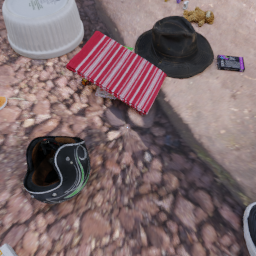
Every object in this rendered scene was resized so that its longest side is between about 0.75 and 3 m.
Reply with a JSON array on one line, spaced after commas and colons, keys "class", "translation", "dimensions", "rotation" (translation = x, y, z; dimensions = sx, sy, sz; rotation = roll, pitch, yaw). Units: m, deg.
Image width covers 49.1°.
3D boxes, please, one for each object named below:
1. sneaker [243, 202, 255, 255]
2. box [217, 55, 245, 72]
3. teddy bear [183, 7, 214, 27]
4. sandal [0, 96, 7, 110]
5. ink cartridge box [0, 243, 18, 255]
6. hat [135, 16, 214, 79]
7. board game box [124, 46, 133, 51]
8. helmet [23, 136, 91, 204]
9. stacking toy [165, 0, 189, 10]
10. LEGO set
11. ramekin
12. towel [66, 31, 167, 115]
[{"class": "sneaker", "translation": [3.177, 2.514, 5.077], "dimensions": [1.069, 1.613, 2.834], "rotation": [-10, 55, -7]}, {"class": "box", "translation": [3.396, -2.145, 9.276], "dimensions": [0.858, 0.155, 0.613], "rotation": [8, 54, 4]}, {"class": "teddy bear", "translation": [2.670, -4.247, 10.611], "dimensions": [1.224, 0.409, 0.887], "rotation": [19, 59, 13]}, {"class": "sandal", "translation": [-4.165, -0.648, 8.079], "dimensions": [1.295, 0.371, 0.496], "rotation": [-24, 58, -16]}, {"class": "ink cartridge box", "translation": [-2.432, 3.589, 4.890], "dimensions": [2.127, 0.506, 2.153], "rotation": [33, 63, 29]}, {"class": "hat", "translation": [1.609, -2.993, 9.295], "dimensions": [2.779, 1.121, 2.779], "rotation": [0, 54, 0]}, {"class": "board game box", "translation": [-0.356, -2.540, 9.272], "dimensions": [1.051, 0.158, 0.502], "rotation": [18, 58, 32]}, {"class": "helmet", "translation": [-1.566, 0.949, 6.298], "dimensions": [1.490, 1.490, 1.420], "rotation": [4, 97, 3]}, {"class": "stacking toy", "translation": [2.261, -5.410, 11.490], "dimensions": [1.008, 0.314, 1.338], "rotation": [35, 61, 22]}, {"class": "LEGO set", "translation": [-0.345, -1.556, 8.593], "dimensions": [2.029, 0.498, 1.515], "rotation": [11, 55, 0]}, {"class": "ramekin", "translation": [-2.950, -3.793, 9.670], "dimensions": [2.686, 1.410, 2.686], "rotation": [0, 54, 0]}, {"class": "towel", "translation": [-0.266, -1.688, 8.346], "dimensions": [2.660, 0.299, 1.924], "rotation": [31, 55, -4]}]
